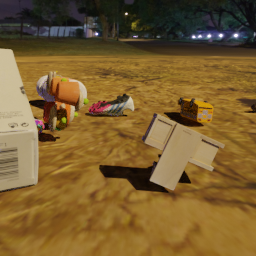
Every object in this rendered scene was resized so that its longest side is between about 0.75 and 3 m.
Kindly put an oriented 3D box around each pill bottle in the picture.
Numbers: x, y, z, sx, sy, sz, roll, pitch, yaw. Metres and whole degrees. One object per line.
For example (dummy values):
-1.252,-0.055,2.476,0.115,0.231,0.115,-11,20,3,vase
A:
-2.267,-1.217,9.341,1.003,1.003,1.830,-15,25,-39,pill bottle

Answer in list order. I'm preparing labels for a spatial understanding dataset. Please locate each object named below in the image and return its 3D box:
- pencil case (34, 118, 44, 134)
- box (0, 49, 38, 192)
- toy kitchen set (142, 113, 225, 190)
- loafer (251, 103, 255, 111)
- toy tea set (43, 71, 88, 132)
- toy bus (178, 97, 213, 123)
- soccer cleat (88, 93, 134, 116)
-2.448,-0.113,6.921,0.909,0.402,0.402,18,25,40,pencil case
-2.292,-0.314,4.815,0.977,1.174,2.857,-6,40,-26,box
0.669,0.367,4.497,1.127,0.920,1.017,24,5,-11,toy kitchen set
4.228,-0.668,8.739,0.770,0.260,0.293,-6,60,-17,loafer
-1.384,-0.567,6.463,0.841,1.351,2.271,5,11,-24,toy tea set
1.842,-0.533,7.852,0.458,0.551,1.407,2,10,-13,toy bus
-0.490,-0.547,8.342,1.418,0.612,0.495,-14,36,21,soccer cleat
